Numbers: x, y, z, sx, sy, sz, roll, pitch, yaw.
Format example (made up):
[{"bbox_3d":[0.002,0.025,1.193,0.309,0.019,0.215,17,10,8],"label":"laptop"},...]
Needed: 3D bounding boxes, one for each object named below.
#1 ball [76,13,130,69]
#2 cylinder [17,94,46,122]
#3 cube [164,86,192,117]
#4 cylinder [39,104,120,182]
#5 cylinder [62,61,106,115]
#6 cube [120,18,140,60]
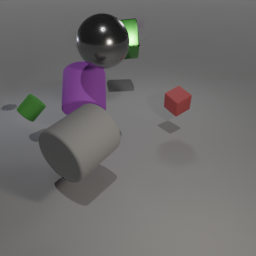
[{"bbox_3d":[-0.658,-2.271,7.388,1.400,1.400,1.400,0,28,0],"label":"ball"},{"bbox_3d":[-3.320,-0.696,9.633,0.700,0.700,0.700,-50,39,1],"label":"cylinder"},{"bbox_3d":[1.816,-0.985,10.282,0.700,0.700,0.700,-29,53,-21],"label":"cube"},{"bbox_3d":[-1.135,0.331,6.703,1.400,1.400,1.400,19,42,32],"label":"cylinder"},{"bbox_3d":[-1.423,-1.194,9.116,1.400,1.400,1.400,-2,69,-3],"label":"cylinder"},{"bbox_3d":[-0.235,-4.238,13.532,1.400,1.400,1.400,-6,-10,-1],"label":"cube"}]
